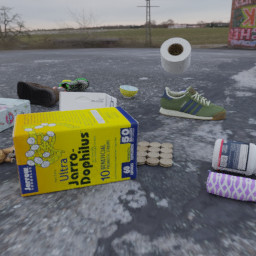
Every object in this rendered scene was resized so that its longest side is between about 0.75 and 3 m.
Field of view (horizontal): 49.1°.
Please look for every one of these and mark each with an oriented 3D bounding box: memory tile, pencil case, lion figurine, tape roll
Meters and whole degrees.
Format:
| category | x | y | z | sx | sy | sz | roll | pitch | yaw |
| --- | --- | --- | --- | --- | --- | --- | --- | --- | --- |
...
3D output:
| category | x | y | z | sx | sy | sz | roll | pitch | yaw |
| --- | --- | --- | --- | --- | --- | --- | --- | --- | --- |
| memory tile | 0.807 | 0.798 | 8.792 | 1.188 | 0.130 | 1.550 | 3 | 21 | 8 |
| pencil case | 2.510 | 1.403 | 6.653 | 1.300 | 0.545 | 0.556 | 10 | -8 | 22 |
| lion figurine | -3.590 | 0.730 | 8.604 | 0.892 | 0.528 | 1.456 | 1 | 5 | 26 |
| tape roll | 1.981 | -2.994 | 11.630 | 1.230 | 1.230 | 0.845 | 4 | -23 | 12 |

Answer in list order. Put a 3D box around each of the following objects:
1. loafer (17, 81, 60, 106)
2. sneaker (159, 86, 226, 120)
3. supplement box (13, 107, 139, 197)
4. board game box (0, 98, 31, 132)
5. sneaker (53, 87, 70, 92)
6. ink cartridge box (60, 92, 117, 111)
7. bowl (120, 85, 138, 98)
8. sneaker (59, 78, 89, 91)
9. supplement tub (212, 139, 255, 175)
| category | x | y | z | sx | sy | sz | roll | pitch | yaw |
| --- | --- | --- | --- | --- | --- | --- | --- | --- | --- |
| loafer | -4.644 | -1.755 | 14.624 | 2.971 | 1.085 | 1.055 | 20 | 19 | 28 |
| sneaker | 2.845 | -1.159 | 12.341 | 2.926 | 1.314 | 0.981 | 6 | 21 | 17 |
| supplement box | -1.364 | 0.495 | 7.448 | 2.955 | 1.608 | 1.618 | -6 | 21 | -17 |
| board game box | -5.504 | -0.531 | 11.399 | 1.876 | 0.817 | 2.543 | 5 | 20 | 15 |
| sneaker | -3.703 | -1.927 | 15.468 | 0.686 | 0.645 | 1.674 | 10 | 22 | 8 |
| ink cartridge box | -1.461 | -0.793 | 10.887 | 1.712 | 0.998 | 2.366 | 2 | 2 | 6 |
| bowl | 0.018 | -1.962 | 15.538 | 1.025 | 0.552 | 1.025 | 7 | 22 | -3 |
| sneaker | -3.297 | -2.538 | 17.128 | 1.953 | 0.762 | 0.832 | -6 | 27 | 10 |
| supplement tub | 2.998 | 0.808 | 7.676 | 1.240 | 0.870 | 0.870 | 8 | 22 | 21 |
